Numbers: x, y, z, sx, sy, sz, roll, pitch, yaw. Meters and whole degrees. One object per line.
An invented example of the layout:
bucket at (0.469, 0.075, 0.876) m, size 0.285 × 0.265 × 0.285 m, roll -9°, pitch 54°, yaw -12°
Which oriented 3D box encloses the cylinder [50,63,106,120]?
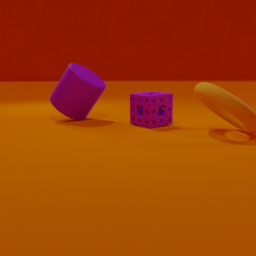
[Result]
cylinder at (-1.595, -1.147, 8.929) m, size 1.321 × 1.321 × 1.321 m, roll 32°, pitch 20°, yaw -13°

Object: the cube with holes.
cube with holes at (0.662, -0.549, 8.034) m, size 0.876 × 0.876 × 0.876 m, roll -11°, pitch 17°, yaw -37°

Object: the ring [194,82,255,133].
ring at (2.400, -0.492, 6.812) m, size 1.826 × 0.365 × 1.826 m, roll 36°, pitch 5°, yaw -4°
